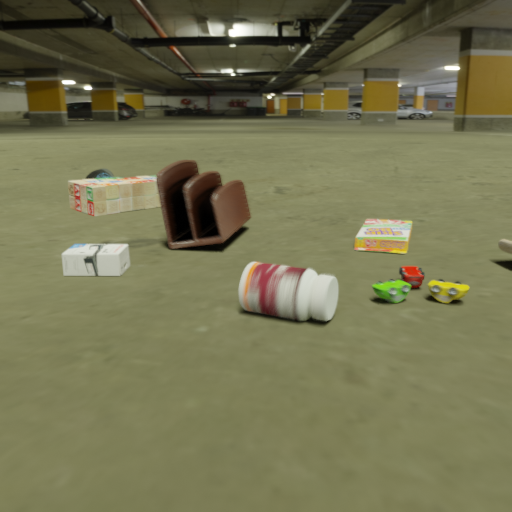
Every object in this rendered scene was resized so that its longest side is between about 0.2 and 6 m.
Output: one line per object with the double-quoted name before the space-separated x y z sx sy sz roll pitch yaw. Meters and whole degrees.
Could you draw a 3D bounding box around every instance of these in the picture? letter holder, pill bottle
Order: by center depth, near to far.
"pill bottle" 0.341 0.376 5.819 0.932 0.532 0.532 7 17 24
"letter holder" -0.810 -0.961 9.034 0.883 1.248 1.755 -7 14 15

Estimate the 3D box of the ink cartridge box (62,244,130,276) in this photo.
"ink cartridge box" -2.105 0.051 7.418 0.751 0.316 0.543 0 15 0

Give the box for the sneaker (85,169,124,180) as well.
"sneaker" -3.657 -1.685 13.176 0.714 0.638 1.743 -14 21 -42

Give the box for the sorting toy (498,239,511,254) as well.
"sorting toy" 4.457 0.206 6.719 1.917 0.382 2.594 2 11 -10

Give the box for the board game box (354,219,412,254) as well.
"board game box" 2.079 -0.334 9.062 0.789 0.248 1.652 4 18 17

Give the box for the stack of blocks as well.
"stack of blocks" -2.813 -1.342 11.990 2.013 0.590 1.159 -13 20 -39

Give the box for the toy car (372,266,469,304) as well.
"toy car" 1.746 0.380 6.397 0.968 0.229 1.028 -8 16 -25
